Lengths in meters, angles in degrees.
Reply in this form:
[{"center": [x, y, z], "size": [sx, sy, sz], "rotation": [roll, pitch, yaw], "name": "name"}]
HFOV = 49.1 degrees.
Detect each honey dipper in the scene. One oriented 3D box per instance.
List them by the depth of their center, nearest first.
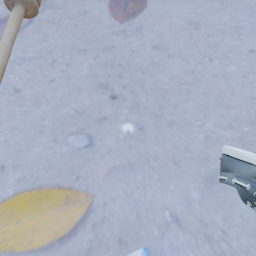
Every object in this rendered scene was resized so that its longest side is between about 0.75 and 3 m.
[{"center": [-1.462, -0.967, 3.313], "size": [0.458, 0.458, 2.410], "rotation": [6, 66, 5], "name": "honey dipper"}]

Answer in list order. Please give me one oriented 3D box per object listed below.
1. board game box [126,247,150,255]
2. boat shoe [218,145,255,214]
[{"center": [-0.067, 1.841, 3.110], "size": [0.900, 0.165, 0.680], "rotation": [-30, 59, 12], "name": "board game box"}, {"center": [1.367, 0.595, 2.755], "size": [0.589, 0.500, 1.618], "rotation": [15, 8, -10], "name": "boat shoe"}]
